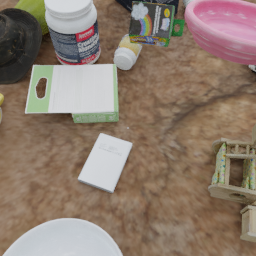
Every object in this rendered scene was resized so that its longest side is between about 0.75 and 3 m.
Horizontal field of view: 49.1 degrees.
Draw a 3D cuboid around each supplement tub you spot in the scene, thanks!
[{"bbox_3d":[-0.010,-2.616,9.675,0.775,0.775,1.073,16,59,10],"label":"supplement tub"},{"bbox_3d":[-1.766,-3.235,9.179,1.584,2.257,1.584,0,59,0],"label":"supplement tub"}]

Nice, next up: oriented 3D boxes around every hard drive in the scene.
[{"bbox_3d":[-0.610,0.943,7.836,1.010,0.201,1.531,18,60,10],"label":"hard drive"}]

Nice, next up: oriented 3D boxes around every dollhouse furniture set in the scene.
[{"bbox_3d":[2.726,1.153,6.614,1.302,2.071,2.341,11,58,8],"label":"dollhouse furniture set"}]

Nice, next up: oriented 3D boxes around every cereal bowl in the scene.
[{"bbox_3d":[-1.307,3.411,5.615,2.870,1.195,2.870,-4,50,5],"label":"cereal bowl"}]

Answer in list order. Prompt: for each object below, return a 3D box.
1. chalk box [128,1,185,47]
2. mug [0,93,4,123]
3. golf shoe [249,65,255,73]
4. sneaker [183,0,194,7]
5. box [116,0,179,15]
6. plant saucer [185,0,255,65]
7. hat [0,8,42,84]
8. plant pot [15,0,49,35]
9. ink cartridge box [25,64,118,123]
[{"bbox_3d":[0.683,-2.407,6.618,1.246,0.772,0.777,9,93,2],"label":"chalk box"},{"bbox_3d":[-4.516,-0.595,8.081,1.580,1.541,1.924,17,66,1],"label":"mug"},{"bbox_3d":[4.548,-1.940,9.394,0.869,0.715,1.840,-8,51,7],"label":"golf shoe"},{"bbox_3d":[3.226,-5.392,11.270,2.353,0.957,1.038,-21,63,-13],"label":"sneaker"},{"bbox_3d":[0.656,-5.646,10.528,1.554,2.465,2.507,-33,64,-18],"label":"box"},{"bbox_3d":[2.395,-2.086,6.039,2.452,0.622,2.452,5,43,-4],"label":"plant saucer"},{"bbox_3d":[-4.161,-2.806,9.059,2.686,1.083,2.686,-1,85,11],"label":"hat"},{"bbox_3d":[-3.558,-3.925,10.191,1.683,1.575,1.575,-42,66,-7],"label":"plant pot"},{"bbox_3d":[-1.667,-1.115,8.831,2.694,0.646,1.960,-2,59,-1],"label":"ink cartridge box"}]
